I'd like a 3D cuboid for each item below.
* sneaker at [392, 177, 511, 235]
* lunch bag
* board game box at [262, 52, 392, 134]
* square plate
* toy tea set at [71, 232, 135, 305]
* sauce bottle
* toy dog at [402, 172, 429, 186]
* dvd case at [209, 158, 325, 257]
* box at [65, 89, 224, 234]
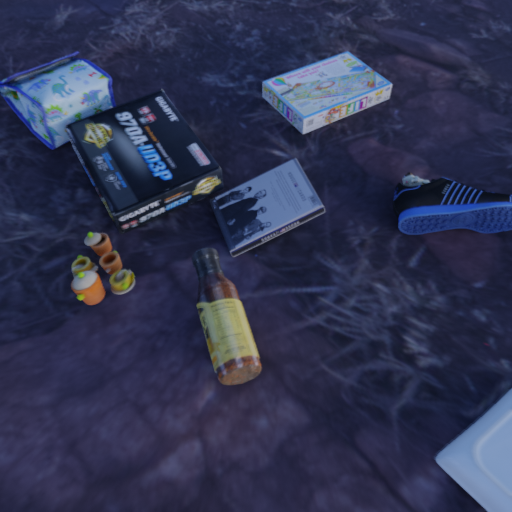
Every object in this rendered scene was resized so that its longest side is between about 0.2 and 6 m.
[{"bbox_3d":[3.841,-1.019,10.445,2.537,0.890,0.988,-1,58,1],"label":"sneaker"},{"bbox_3d":[-4.385,-3.593,12.293,1.791,1.342,2.107,-34,56,-29],"label":"lunch bag"},{"bbox_3d":[1.646,-3.872,13.111,2.516,0.431,1.692,-25,55,-19],"label":"board game box"},{"bbox_3d":[3.960,2.850,7.492,2.157,0.310,2.178,-30,51,-23],"label":"square plate"},{"bbox_3d":[-2.718,0.122,9.422,0.957,0.596,1.609,-29,44,-11],"label":"toy tea set"},{"bbox_3d":[-0.542,0.897,8.820,0.732,0.732,2.216,-13,57,-10],"label":"sauce bottle"},{"bbox_3d":[3.180,-1.450,11.149,0.552,0.385,0.535,30,44,23],"label":"toy dog"},{"bbox_3d":[0.169,-0.929,10.436,1.873,0.232,1.407,-25,52,3],"label":"dvd case"},{"bbox_3d":[-2.275,-1.974,11.234,2.236,0.647,2.813,-25,58,-15],"label":"box"}]
